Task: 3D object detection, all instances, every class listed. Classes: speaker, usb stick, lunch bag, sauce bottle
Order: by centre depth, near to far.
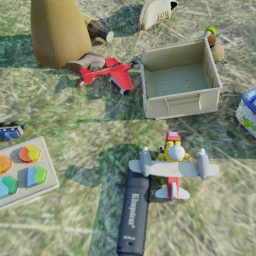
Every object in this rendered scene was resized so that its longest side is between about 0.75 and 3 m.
[{"bbox_3d":[0.203,2.153,7.508,0.713,0.419,2.571,7,54,4],"label":"usb stick"},{"bbox_3d":[5.226,-0.573,9.079,2.937,1.211,2.361,-20,53,-15],"label":"lunch bag"},{"bbox_3d":[-0.295,-1.571,10.320,0.356,0.356,0.878,-31,60,-21],"label":"speaker"},{"bbox_3d":[-1.629,-4.400,12.186,2.283,0.739,0.739,35,61,23],"label":"sauce bottle"}]

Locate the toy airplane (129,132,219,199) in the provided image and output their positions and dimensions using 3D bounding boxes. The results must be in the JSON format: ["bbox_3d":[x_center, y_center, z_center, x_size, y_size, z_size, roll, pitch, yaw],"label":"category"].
[{"bbox_3d":[1.257,1.037,7.765,1.905,1.344,1.896,-34,61,-23],"label":"toy airplane"}]

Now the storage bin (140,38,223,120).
[{"bbox_3d":[1.690,-1.703,9.716,2.471,1.167,2.489,-8,53,7],"label":"storage bin"}]

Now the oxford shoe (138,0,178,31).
[{"bbox_3d":[1.374,-5.263,12.663,1.072,1.028,2.903,24,57,14],"label":"oxford shoe"}]

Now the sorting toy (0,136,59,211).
[{"bbox_3d":[-3.203,1.230,8.225,1.884,0.371,2.036,-20,56,-14],"label":"sorting toy"}]

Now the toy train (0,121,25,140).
[{"bbox_3d":[-4.598,0.180,8.974,2.526,0.431,0.578,-6,57,-4],"label":"toy train"}]

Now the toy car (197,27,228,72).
[{"bbox_3d":[3.281,-2.916,11.082,1.589,1.253,1.305,40,58,-6],"label":"toy car"}]

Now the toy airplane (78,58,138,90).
[{"bbox_3d":[-0.781,-2.104,10.484,2.442,0.449,2.442,-6,44,6],"label":"toy airplane"}]

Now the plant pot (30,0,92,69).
[{"bbox_3d":[-2.711,-4.068,10.785,2.434,2.612,2.434,1,54,-1],"label":"plant pot"}]

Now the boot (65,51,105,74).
[{"bbox_3d":[-1.622,-2.636,11.006,1.415,0.497,1.034,16,58,-2],"label":"boot"}]
